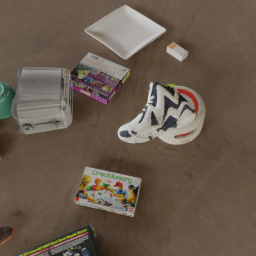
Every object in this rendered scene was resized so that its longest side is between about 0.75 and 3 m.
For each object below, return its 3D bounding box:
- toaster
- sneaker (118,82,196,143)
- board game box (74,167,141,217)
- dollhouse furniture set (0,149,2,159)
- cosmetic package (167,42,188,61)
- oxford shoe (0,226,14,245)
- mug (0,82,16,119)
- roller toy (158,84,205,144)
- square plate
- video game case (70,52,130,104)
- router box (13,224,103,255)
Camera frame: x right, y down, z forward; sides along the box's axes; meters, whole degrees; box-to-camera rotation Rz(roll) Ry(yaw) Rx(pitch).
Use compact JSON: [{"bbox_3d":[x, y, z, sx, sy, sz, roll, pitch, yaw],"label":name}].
[{"bbox_3d":[-3.136,-1.181,10.651,1.914,1.684,2.964,-3,53,-6],"label":"toaster"},{"bbox_3d":[0.709,-0.624,9.031,2.575,1.028,1.675,-21,64,-6],"label":"sneaker"},{"bbox_3d":[-0.640,2.097,9.324,1.972,0.341,1.245,11,57,7],"label":"board game box"},{"bbox_3d":[-5.430,0.340,10.093,1.207,0.925,1.843,-19,60,-11],"label":"dollhouse furniture set"},{"bbox_3d":[2.266,-3.503,12.883,0.459,0.323,0.906,-40,67,-22],"label":"cosmetic package"},{"bbox_3d":[-4.255,3.314,8.426,1.562,0.567,0.556,-18,59,-11],"label":"oxford shoe"},{"bbox_3d":[-5.113,-1.042,10.931,1.306,0.983,1.589,15,59,9],"label":"mug"},{"bbox_3d":[1.793,-0.402,10.253,1.895,1.451,2.077,25,71,19],"label":"roller toy"},{"bbox_3d":[-0.122,-4.620,13.540,2.864,0.407,2.837,40,66,22],"label":"square plate"},{"bbox_3d":[-1.299,-2.178,12.002,2.150,0.385,1.949,25,61,15],"label":"video game case"},{"bbox_3d":[-1.927,4.180,7.711,2.704,0.840,2.026,-18,60,-12],"label":"router box"}]
